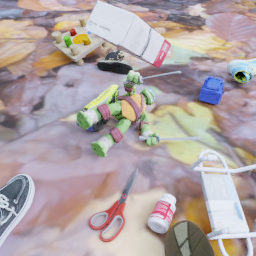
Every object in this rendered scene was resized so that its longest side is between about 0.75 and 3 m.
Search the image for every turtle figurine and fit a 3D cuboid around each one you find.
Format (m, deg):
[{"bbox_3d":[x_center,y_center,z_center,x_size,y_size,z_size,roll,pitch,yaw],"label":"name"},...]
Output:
[{"bbox_3d":[0.183,-0.418,7.782,2.702,2.006,2.787,-34,48,-27],"label":"turtle figurine"}]

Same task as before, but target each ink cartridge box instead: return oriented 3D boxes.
[{"bbox_3d":[0.030,-1.298,3.967,0.755,0.426,1.029,34,13,31],"label":"ink cartridge box"}]

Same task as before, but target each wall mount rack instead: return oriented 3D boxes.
[{"bbox_3d":[2.601,1.490,6.060,2.278,0.978,2.622,5,57,-20],"label":"wall mount rack"}]

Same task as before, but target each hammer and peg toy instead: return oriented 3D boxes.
[{"bbox_3d":[-2.219,-3.994,12.152,2.004,0.961,2.724,-39,53,-14],"label":"hammer and peg toy"}]

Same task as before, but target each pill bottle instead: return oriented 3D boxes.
[{"bbox_3d":[0.795,1.904,6.317,0.457,0.457,0.815,17,45,18],"label":"pill bottle"}]

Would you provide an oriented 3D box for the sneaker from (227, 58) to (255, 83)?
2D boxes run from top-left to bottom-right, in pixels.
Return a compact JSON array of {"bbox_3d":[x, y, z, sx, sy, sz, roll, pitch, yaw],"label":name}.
[{"bbox_3d":[4.754,-2.130,10.665,1.725,0.686,1.126,-4,39,9],"label":"sneaker"}]

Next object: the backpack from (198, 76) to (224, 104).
[{"bbox_3d":[2.979,-1.381,9.744,0.770,0.795,0.948,21,42,12],"label":"backpack"}]

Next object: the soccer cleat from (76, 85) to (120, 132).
[{"bbox_3d":[-0.923,-0.763,9.092,0.950,0.734,2.272,10,43,16],"label":"soccer cleat"}]

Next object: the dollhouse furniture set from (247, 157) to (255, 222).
[{"bbox_3d":[3.786,1.509,6.600,2.001,1.031,1.979,34,41,32],"label":"dollhouse furniture set"}]

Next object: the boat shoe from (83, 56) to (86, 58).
[{"bbox_3d":[-2.030,-3.607,12.430,0.442,0.513,1.425,1,44,6],"label":"boat shoe"}]

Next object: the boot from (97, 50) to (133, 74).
[{"bbox_3d":[-0.387,-2.715,11.418,1.497,0.548,1.127,8,43,18],"label":"boot"}]

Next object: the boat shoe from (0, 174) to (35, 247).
[{"bbox_3d":[-2.881,1.819,6.153,0.858,0.793,2.323,14,44,15],"label":"boat shoe"}]

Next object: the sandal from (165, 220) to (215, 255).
[{"bbox_3d":[1.389,2.886,5.183,0.938,0.626,2.295,-23,61,-14],"label":"sandal"}]

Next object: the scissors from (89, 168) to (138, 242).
[{"bbox_3d":[-0.085,1.791,6.716,0.765,0.146,2.091,24,46,28],"label":"scissors"}]
